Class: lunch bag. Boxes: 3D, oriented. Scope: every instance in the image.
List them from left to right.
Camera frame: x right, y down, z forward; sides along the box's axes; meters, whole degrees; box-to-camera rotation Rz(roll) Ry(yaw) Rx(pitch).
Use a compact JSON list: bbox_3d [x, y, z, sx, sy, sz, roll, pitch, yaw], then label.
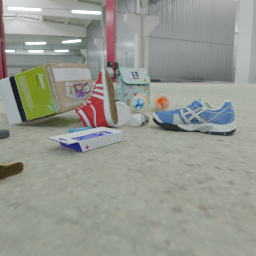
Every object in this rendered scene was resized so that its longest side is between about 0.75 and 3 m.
[{"bbox_3d":[0.285,-2.529,16.885,1.924,2.259,1.377,-4,12,-23],"label":"lunch bag"}]

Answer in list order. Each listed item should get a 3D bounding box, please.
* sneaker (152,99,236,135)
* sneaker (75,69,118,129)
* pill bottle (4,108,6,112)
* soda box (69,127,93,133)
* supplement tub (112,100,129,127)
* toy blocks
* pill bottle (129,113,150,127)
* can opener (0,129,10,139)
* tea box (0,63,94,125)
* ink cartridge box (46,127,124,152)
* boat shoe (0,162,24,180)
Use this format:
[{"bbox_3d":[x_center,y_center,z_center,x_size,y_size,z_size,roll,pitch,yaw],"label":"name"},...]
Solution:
[{"bbox_3d":[2.230,-0.454,9.658,2.855,1.100,1.081,4,14,22],"label":"sneaker"},{"bbox_3d":[-1.143,-0.994,9.793,1.347,2.395,0.853,-17,-35,15],"label":"sneaker"},{"bbox_3d":[-4.887,-1.089,13.232,1.615,0.911,0.911,1,12,-1],"label":"pill bottle"},{"bbox_3d":[-1.485,0.135,8.895,0.759,0.244,0.257,-8,14,-37],"label":"soda box"},{"bbox_3d":[-0.781,-0.633,10.725,1.009,1.009,1.647,-8,14,-34],"label":"supplement tub"},{"bbox_3d":[1.160,-1.258,14.198,1.958,0.853,2.349,1,12,8],"label":"toy blocks"},{"bbox_3d":[0.424,-0.304,10.497,0.464,0.464,0.814,8,15,35],"label":"pill bottle"},{"bbox_3d":[-4.204,0.188,8.160,0.400,0.505,1.519,7,9,35],"label":"can opener"},{"bbox_3d":[-3.057,-1.384,11.143,2.620,1.779,2.663,-11,7,22],"label":"tea box"},{"bbox_3d":[-1.130,0.311,7.765,0.953,0.373,2.012,10,13,40],"label":"ink cartridge box"},{"bbox_3d":[-2.467,0.833,5.455,0.273,0.301,0.845,-1,1,35],"label":"boat shoe"}]
